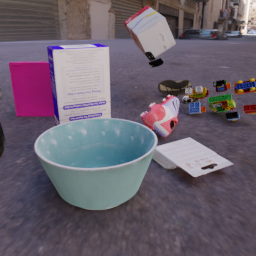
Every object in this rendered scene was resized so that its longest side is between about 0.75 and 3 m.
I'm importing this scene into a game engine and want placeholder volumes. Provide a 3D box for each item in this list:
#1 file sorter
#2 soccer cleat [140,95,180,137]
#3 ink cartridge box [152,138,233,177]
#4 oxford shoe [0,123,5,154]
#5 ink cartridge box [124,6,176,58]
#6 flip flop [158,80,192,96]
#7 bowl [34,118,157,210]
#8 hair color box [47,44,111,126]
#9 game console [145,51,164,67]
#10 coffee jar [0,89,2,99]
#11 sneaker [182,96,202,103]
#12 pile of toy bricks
[{"bbox_3d":[-2.869,-1.734,11.388,2.967,2.062,1.861,0,20,-1],"label":"file sorter"},{"bbox_3d":[1.364,-0.428,9.929,1.131,0.987,2.959,50,25,7],"label":"soccer cleat"},{"bbox_3d":[1.629,0.841,7.278,1.327,0.413,1.649,-12,29,-28],"label":"ink cartridge box"},{"bbox_3d":[-4.040,0.390,7.985,0.864,0.744,2.046,-14,15,-19],"label":"oxford shoe"},{"bbox_3d":[0.937,-4.189,12.324,1.384,1.391,1.914,-33,40,5],"label":"ink cartridge box"},{"bbox_3d":[2.278,-2.005,13.854,2.060,0.835,0.593,-13,9,-33],"label":"flip flop"},{"bbox_3d":[-0.645,0.803,6.043,2.514,1.315,2.514,0,21,0],"label":"bowl"},{"bbox_3d":[-1.379,-0.933,8.239,1.575,2.882,0.934,-10,23,-23],"label":"hair color box"},{"bbox_3d":[1.080,-2.924,11.867,0.580,0.983,0.119,-14,59,27],"label":"game console"},{"bbox_3d":[-6.671,-1.729,13.053,1.755,0.749,0.915,20,21,40],"label":"coffee jar"},{"bbox_3d":[2.941,-1.281,12.604,0.956,0.353,0.379,-10,33,-9],"label":"sneaker"},{"bbox_3d":[3.738,-0.976,10.845,2.835,1.573,1.399,-5,-12,32],"label":"pile of toy bricks"}]
